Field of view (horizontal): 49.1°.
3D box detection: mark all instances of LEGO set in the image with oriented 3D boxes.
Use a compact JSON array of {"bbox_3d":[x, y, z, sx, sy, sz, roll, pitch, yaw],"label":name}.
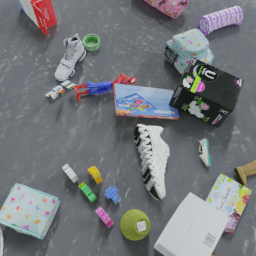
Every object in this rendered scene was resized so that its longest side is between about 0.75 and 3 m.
[{"bbox_3d":[-1.119,1.911,9.309,0.990,1.065,2.595,-39,72,-16],"label":"LEGO set"},{"bbox_3d":[-2.708,-1.593,11.173,1.116,0.367,1.494,-38,31,-17],"label":"LEGO set"}]

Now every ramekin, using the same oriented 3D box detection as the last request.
[{"bbox_3d":[-1.654,-3.873,12.765,0.765,0.374,0.765,0,63,0],"label":"ramekin"}]

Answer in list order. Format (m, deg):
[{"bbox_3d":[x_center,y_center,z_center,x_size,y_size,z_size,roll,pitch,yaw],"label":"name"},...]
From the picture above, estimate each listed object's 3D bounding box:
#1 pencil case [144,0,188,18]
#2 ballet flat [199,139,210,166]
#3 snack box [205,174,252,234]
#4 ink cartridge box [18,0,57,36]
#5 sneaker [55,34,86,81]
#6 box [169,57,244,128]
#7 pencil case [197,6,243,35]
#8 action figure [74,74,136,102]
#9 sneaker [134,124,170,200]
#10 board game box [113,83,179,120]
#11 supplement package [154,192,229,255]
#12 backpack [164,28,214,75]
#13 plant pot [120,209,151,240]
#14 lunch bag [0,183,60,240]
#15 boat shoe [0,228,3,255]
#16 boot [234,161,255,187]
[{"bbox_3d":[1.529,-6.542,13.698,2.906,1.203,1.257,43,113,19],"label":"pencil case"},{"bbox_3d":[2.830,0.923,10.373,0.399,0.399,1.112,3,60,2],"label":"ballet flat"},{"bbox_3d":[3.277,2.530,9.451,1.148,0.427,1.614,29,67,14],"label":"snack box"},{"bbox_3d":[-4.232,-5.723,13.048,0.895,1.547,2.663,-36,68,-17],"label":"ink cartridge box"},{"bbox_3d":[-2.527,-3.030,11.881,0.767,1.173,2.041,24,65,12],"label":"sneaker"},{"bbox_3d":[2.981,-1.352,10.752,2.193,1.363,1.629,27,62,5],"label":"box"},{"bbox_3d":[4.355,-5.048,13.131,2.035,0.854,0.870,-21,98,-8],"label":"pencil case"},{"bbox_3d":[-0.781,-1.409,11.278,2.525,0.824,1.250,-17,64,-6],"label":"action figure"},{"bbox_3d":[1.011,1.100,9.917,1.127,1.045,2.781,-3,65,-16],"label":"sneaker"},{"bbox_3d":[0.713,-1.014,10.912,2.574,0.250,1.325,4,60,-20],"label":"board game box"},{"bbox_3d":[1.817,3.167,8.360,1.318,1.793,1.714,33,68,15],"label":"supplement package"},{"bbox_3d":[2.663,-3.129,11.821,1.661,1.448,1.889,-23,71,-18],"label":"backpack"},{"bbox_3d":[0.319,3.045,8.728,0.964,1.030,0.964,3,74,-11],"label":"plant pot"},{"bbox_3d":[-3.241,2.669,9.077,1.629,0.993,1.388,19,65,3],"label":"lunch bag"},{"bbox_3d":[-4.374,3.955,8.346,0.981,0.927,2.734,-8,67,-6],"label":"boat shoe"},{"bbox_3d":[4.342,1.659,9.961,0.952,0.315,0.834,-12,81,-16],"label":"boot"}]
